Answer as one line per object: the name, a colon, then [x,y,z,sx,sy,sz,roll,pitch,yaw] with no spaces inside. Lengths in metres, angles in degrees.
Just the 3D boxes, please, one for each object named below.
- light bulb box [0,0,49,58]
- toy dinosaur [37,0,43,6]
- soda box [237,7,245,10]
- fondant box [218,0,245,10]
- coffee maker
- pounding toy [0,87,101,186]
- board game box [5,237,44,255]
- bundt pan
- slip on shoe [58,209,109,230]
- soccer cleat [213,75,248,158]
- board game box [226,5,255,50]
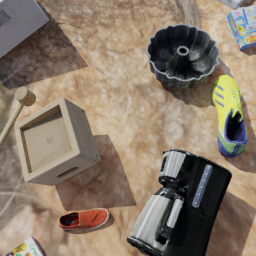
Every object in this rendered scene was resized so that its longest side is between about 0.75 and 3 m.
light bulb box: [-4.869,-4.324,9.848,2.810,1.769,2.835,-37,69,1]
toy dinosaur: [-3.679,-4.397,10.749,1.125,0.640,2.118,34,100,24]
soda box: [4.546,-4.359,11.041,0.297,0.276,0.870,-8,64,-4]
fondant box: [4.455,-5.579,11.585,0.934,0.377,1.295,39,69,17]
coffee maker: [1.595,2.233,7.205,2.564,1.798,2.670,36,67,-16]
pounding toy: [-2.428,0.154,8.134,2.481,1.292,2.825,-28,65,14]
board game box: [-2.505,3.585,7.171,0.813,0.223,1.288,-35,69,-16]
bundt pan: [1.836,-2.382,9.712,2.480,0.931,2.480,0,65,0]
slip on shoe: [-1.218,2.476,7.607,1.412,0.432,0.523,-6,62,-4]
soccer cleat: [3.219,-0.533,8.630,0.943,1.220,2.916,5,64,2]
board game box: [4.633,-3.800,10.480,1.436,0.401,1.406,-17,82,-8]
